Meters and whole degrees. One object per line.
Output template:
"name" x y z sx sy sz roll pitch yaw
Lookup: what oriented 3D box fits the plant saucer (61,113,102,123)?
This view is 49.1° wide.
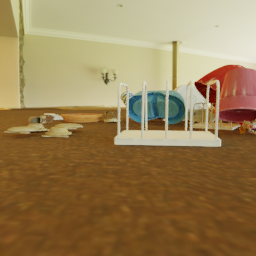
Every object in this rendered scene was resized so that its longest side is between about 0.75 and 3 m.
"plant saucer" -2.395 -0.528 14.597 2.112 0.395 2.112 -1 5 0

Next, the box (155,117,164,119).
"box" 1.361 -0.869 14.410 1.150 0.333 1.447 32 -9 -20

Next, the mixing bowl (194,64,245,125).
"mixing bowl" 4.178 -1.453 10.978 2.818 1.526 2.818 41 4 -3

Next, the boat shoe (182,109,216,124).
"boat shoe" 3.219 -0.485 12.662 0.589 0.654 1.849 32 -11 -37

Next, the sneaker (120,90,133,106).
"sneaker" 0.489 -1.118 15.985 2.421 0.895 0.996 38 11 -44

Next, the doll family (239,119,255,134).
"doll family" 4.188 -0.128 9.030 1.076 0.781 1.733 -4 24 32

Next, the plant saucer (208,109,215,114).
"plant saucer" 5.137 -0.576 13.620 2.763 0.446 2.763 5 3 0

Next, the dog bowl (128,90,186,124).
"dog bowl" 1.311 -1.022 12.961 2.788 1.554 0.691 1 37 20

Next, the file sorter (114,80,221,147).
"file sorter" 1.011 -0.422 7.413 2.517 1.567 1.747 0 5 7

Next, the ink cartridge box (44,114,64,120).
"ink cartridge box" -4.010 -0.663 16.242 1.516 0.433 1.232 -7 8 -24

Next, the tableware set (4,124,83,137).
"tableware set" -2.649 0.059 9.175 2.005 0.278 2.400 1 6 2

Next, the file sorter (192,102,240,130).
"file sorter" 3.472 -0.510 11.042 1.588 0.989 1.102 3 9 36

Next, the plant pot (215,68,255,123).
"plant pot" 3.526 -1.022 8.711 1.553 1.390 1.553 6 -14 1

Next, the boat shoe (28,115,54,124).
"boat shoe" -3.989 -0.363 12.960 1.160 0.439 0.416 -12 13 -22

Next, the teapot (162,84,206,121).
"teapot" 3.098 -1.179 15.065 2.167 2.139 1.583 20 -37 -7

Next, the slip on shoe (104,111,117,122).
"slip on shoe" -0.927 -0.579 14.387 0.657 0.523 1.727 -1 6 -9
